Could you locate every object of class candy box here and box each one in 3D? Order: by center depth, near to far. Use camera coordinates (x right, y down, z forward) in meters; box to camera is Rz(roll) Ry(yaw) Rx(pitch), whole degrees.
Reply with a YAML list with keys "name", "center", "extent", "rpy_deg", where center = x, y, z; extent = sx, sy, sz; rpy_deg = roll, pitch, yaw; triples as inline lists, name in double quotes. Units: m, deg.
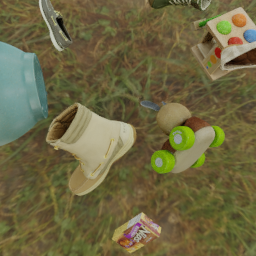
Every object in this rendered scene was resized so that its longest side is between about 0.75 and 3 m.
- name: "candy box"
  center: [0.151, 1.923, 5.109]
  extent: [0.478, 0.820, 0.231]
  rpy_deg: [41, 33, -9]

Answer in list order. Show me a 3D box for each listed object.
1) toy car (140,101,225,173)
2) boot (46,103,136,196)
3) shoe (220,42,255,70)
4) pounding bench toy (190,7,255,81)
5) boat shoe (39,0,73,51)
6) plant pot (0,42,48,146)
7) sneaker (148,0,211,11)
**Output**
- name: "toy car"
  center: [1.014, -0.001, 6.480]
  extent: [1.460, 1.402, 1.777]
  rpy_deg: [0, 45, -44]
- name: "boot"
  center: [-1.067, 0.536, 6.028]
  extent: [2.180, 1.695, 0.794]
  rpy_deg: [-47, 45, 21]
- name: "shoe"
  center: [2.673, -1.405, 5.340]
  extent: [1.792, 0.627, 0.478]
  rpy_deg: [-4, 35, 31]
- name: "pounding bench toy"
  center: [2.312, -2.361, 7.053]
  extent: [1.068, 1.341, 1.720]
  rpy_deg: [-28, 79, -13]
- name: "boat shoe"
  center: [-1.682, -2.475, 6.561]
  extent: [0.391, 0.467, 1.308]
  rpy_deg: [-22, 88, 16]
- name: "plant pot"
  center: [-2.693, -0.793, 6.102]
  extent: [1.649, 2.462, 2.462]
  rpy_deg: [-9, 68, -7]
- name: "sneaker"
  center: [1.535, -3.330, 6.863]
  extent: [0.803, 2.394, 1.075]
  rpy_deg: [-18, 90, -47]
